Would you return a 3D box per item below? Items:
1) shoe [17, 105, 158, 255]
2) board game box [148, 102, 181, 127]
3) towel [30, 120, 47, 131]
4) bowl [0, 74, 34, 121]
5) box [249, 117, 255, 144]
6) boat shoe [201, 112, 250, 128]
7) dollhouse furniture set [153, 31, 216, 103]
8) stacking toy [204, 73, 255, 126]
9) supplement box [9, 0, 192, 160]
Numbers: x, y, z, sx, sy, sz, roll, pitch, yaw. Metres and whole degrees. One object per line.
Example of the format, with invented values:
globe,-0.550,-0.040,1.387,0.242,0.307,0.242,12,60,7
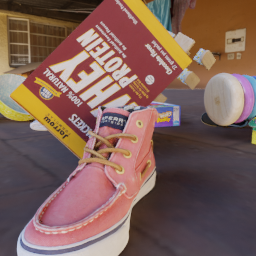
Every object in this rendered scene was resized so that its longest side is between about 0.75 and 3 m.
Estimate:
shoe,-0.251,0.366,3.004,0.895,1.139,2.505,3,10,19
board game box,0.264,-0.549,9.819,1.940,0.646,2.886,-4,10,-20
towel,-2.075,-0.226,9.109,1.704,0.276,2.321,-3,8,-6
bowl,-4.049,-0.916,10.145,1.932,1.932,1.040,-13,-27,-52
box,4.080,0.049,6.346,2.816,0.681,1.652,-6,12,-40
boat shoe,2.978,-0.280,8.610,1.420,0.520,0.445,7,3,13
dollhouse furniture set,1.374,-2.537,11.210,2.669,2.906,1.891,43,12,32
stacking toy,3.339,-0.753,6.818,2.817,1.203,1.203,-5,11,-20
supplement box,-0.603,-1.008,5.651,2.533,1.705,2.568,-46,15,-1
